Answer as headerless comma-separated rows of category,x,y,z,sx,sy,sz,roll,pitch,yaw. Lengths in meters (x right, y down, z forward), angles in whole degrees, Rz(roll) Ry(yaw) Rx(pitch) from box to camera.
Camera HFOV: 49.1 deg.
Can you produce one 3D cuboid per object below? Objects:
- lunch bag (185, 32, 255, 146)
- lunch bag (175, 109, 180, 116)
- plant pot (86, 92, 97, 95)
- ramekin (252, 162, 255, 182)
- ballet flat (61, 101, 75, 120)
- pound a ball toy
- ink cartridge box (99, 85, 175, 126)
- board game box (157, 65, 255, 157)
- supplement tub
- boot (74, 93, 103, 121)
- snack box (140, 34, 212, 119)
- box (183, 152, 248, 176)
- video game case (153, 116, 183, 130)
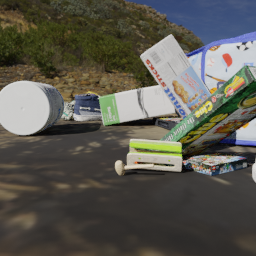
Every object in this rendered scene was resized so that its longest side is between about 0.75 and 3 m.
lunch bag,2.368,-0.849,6.499,1.637,2.247,2.643,-6,9,-12
lunch bag,2.722,-0.873,11.566,1.772,1.129,1.507,8,3,-24
plant pot,-1.461,-0.993,13.054,1.103,1.173,1.173,15,0,-27
ramekin,2.274,0.283,3.227,1.509,0.792,1.509,0,7,0
ballet flat,-2.433,-0.681,12.323,0.861,0.861,2.399,1,10,9
pound a ball toy,0.295,0.476,3.839,0.870,0.369,0.567,3,37,6
ink cartridge box,0.369,-0.858,10.085,2.483,1.047,1.814,-9,6,5
board game box,1.265,-0.096,3.960,1.116,0.250,2.129,-2,-28,-29
supplement tub,-2.676,-0.601,8.013,1.422,1.422,2.155,0,8,-3
boot,-1.142,-0.903,11.664,2.285,1.032,0.831,-7,21,-35
snack box,1.102,-0.679,5.218,0.744,2.068,0.251,-40,9,-27
box,1.264,0.506,4.072,0.785,0.148,0.536,-4,8,-33
video game case,2.269,-0.168,9.062,2.422,0.309,2.189,-3,7,-12
